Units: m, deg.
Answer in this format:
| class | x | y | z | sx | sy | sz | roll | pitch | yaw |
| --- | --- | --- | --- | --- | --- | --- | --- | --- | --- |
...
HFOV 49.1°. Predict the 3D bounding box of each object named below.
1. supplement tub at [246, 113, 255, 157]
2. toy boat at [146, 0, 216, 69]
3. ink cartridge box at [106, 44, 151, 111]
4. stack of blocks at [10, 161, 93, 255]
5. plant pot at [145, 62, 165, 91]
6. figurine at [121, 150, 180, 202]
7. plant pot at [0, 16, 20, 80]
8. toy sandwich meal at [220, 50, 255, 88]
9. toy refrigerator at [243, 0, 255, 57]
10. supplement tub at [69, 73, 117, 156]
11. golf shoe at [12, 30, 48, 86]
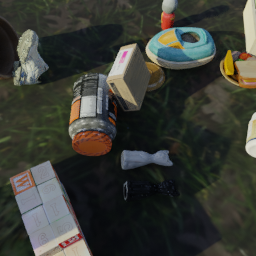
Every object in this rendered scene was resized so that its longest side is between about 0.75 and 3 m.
| class | x | y | z | sx | sy | sz | roll | pitch | yaw |
| --- | --- | --- | --- | --- | --- | --- | --- | --- | --- |
| supplement tub | 3.546 | 0.165 | 7.294 | 0.798 | 0.798 | 1.105 | 17 | 58 | 10 |
| toy boat | 1.575 | -3.102 | 9.150 | 2.215 | 1.224 | 2.635 | -9 | 58 | -5 |
| ink cartridge box | 0.066 | -1.369 | 7.644 | 0.538 | 1.180 | 1.432 | -3 | 49 | 28 |
| stack of blocks | -1.275 | 2.239 | 5.471 | 0.814 | 1.599 | 2.778 | -24 | 61 | -15 |
| plant pot | 0.575 | -1.685 | 8.869 | 1.219 | 0.168 | 1.219 | 0 | 57 | 0 |
| figurine | 0.535 | 1.099 | 6.903 | 1.314 | 0.580 | 1.347 | 0 | 56 | -10 |
| plant pot | -4.440 | -2.332 | 8.468 | 1.645 | 1.886 | 1.886 | -3 | 55 | 18 |
| toy sandwich meal | 3.682 | -1.908 | 8.771 | 1.639 | 0.561 | 1.639 | 0 | 57 | 0 |
| toy refrigerator | 4.642 | -3.566 | 9.669 | 0.930 | 0.857 | 2.449 | 9 | 57 | 6 |
| supplement tub | -0.899 | -0.353 | 7.380 | 1.216 | 1.216 | 1.986 | -1 | 58 | 0 |
| golf shoe | -2.728 | -1.991 | 8.092 | 0.917 | 1.886 | 0.739 | 0 | 57 | -33 |
